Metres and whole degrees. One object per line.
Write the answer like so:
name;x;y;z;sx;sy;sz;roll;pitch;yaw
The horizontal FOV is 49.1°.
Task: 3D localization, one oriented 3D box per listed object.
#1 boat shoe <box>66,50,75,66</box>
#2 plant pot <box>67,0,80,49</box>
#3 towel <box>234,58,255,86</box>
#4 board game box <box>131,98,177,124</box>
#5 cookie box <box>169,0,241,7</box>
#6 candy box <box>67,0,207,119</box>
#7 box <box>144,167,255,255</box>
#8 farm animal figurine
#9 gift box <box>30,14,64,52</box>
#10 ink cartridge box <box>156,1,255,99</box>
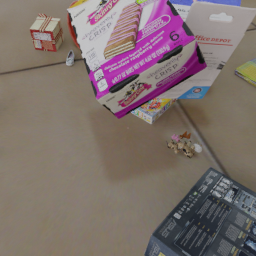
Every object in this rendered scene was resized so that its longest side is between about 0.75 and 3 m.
boat shoe;-2.343;-2.840;11.393;0.312;0.271;0.846;2;47;2
plant pot;-1.093;-4.448;11.830;2.098;2.098;2.040;33;48;27
towel;5.317;-2.201;10.836;2.126;0.242;1.527;-29;53;-25
board game box;0.865;-1.115;9.741;1.370;0.349;2.037;30;54;25
cookie box;1.704;-3.563;8.698;2.231;0.980;2.608;5;13;-16
candy box;0.014;-1.948;5.836;2.024;0.905;2.968;-30;55;13
box;2.091;2.258;5.850;2.307;0.746;2.926;29;37;25
farm animal figurine;1.579;0.546;8.089;0.851;0.861;0.449;42;53;-2
gift box;-3.498;-4.087;11.947;1.261;1.163;1.177;11;50;2
ink cartridge box;1.633;-2.027;7.058;1.670;2.880;0.977;-1;55;-17
